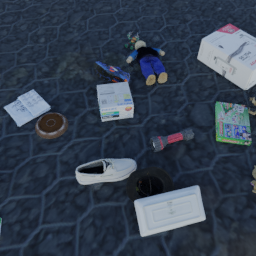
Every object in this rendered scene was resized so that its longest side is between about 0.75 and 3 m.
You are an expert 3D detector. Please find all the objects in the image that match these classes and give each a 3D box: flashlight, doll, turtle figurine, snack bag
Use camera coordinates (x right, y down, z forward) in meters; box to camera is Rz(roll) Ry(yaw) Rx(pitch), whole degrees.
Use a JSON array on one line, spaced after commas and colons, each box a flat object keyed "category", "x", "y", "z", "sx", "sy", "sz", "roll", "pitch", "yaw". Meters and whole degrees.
[{"category": "flashlight", "x": 1.695, "y": 0.426, "z": 10.676, "sx": 1.681, "sy": 0.571, "sz": 0.569, "roll": -15, "pitch": 58, "yaw": -11}, {"category": "doll", "x": 0.883, "y": -3.291, "z": 13.469, "sx": 1.944, "sy": 0.690, "sz": 2.849, "roll": -11, "pitch": 53, "yaw": -8}, {"category": "turtle figurine", "x": 0.275, "y": -4.563, "z": 14.582, "sx": 0.744, "sy": 0.501, "sz": 0.994, "roll": 17, "pitch": 69, "yaw": 32}, {"category": "snack bag", "x": -4.331, "y": -0.889, "z": 11.943, "sx": 1.559, "sy": 0.167, "sz": 1.470, "roll": -35, "pitch": 60, "yaw": -24}]

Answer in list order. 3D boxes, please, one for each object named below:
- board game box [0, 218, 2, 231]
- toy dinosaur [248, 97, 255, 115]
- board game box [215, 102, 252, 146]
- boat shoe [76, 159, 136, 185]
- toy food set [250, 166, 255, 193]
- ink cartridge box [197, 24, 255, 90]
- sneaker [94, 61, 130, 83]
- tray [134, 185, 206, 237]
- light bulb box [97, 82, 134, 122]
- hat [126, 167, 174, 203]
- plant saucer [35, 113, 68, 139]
[{"category": "board game box", "x": -4.429, "y": 3.257, "z": 8.777, "sx": 0.807, "sy": 0.104, "sz": 0.807, "roll": -8, "pitch": 53, "yaw": -6}, {"category": "toy dinosaur", "x": 5.654, "y": -0.812, "z": 11.568, "sx": 1.193, "sy": 0.687, "sz": 2.360, "roll": 15, "pitch": 54, "yaw": 10}, {"category": "board game box", "x": 4.234, "y": -0.225, "z": 11.356, "sx": 1.294, "sy": 0.280, "sz": 1.924, "roll": 8, "pitch": 53, "yaw": 7}, {"category": "boat shoe", "x": -0.758, "y": 1.403, "z": 9.821, "sx": 2.170, "sy": 0.713, "sz": 0.781, "roll": -7, "pitch": 53, "yaw": -5}, {"category": "toy food set", "x": 4.679, "y": 1.910, "z": 9.790, "sx": 0.758, "sy": 0.188, "sz": 1.192, "roll": 22, "pitch": 48, "yaw": 16}, {"category": "ink cartridge box", "x": 5.162, "y": -3.425, "z": 13.230, "sx": 2.156, "sy": 1.218, "sz": 2.942, "roll": -33, "pitch": 59, "yaw": -23}, {"category": "sneaker", "x": -0.734, "y": -2.544, "z": 12.973, "sx": 1.939, "sy": 0.730, "sz": 0.761, "roll": 32, "pitch": 51, "yaw": 12}, {"category": "tray", "x": 1.361, "y": 2.611, "z": 8.793, "sx": 2.179, "sy": 0.242, "sz": 1.170, "roll": -11, "pitch": 89, "yaw": -9}, {"category": "light bulb box", "x": -0.543, "y": -1.107, "z": 11.670, "sx": 1.357, "sy": 0.854, "sz": 1.369, "roll": -8, "pitch": 53, "yaw": -7}, {"category": "hat", "x": 0.727, "y": 2.078, "z": 9.355, "sx": 1.596, "sy": 0.644, "sz": 1.596, "roll": -1, "pitch": 50, "yaw": 1}, {"category": "plant saucer", "x": -3.110, "y": -0.161, "z": 11.361, "sx": 1.339, "sy": 0.215, "sz": 1.339, "roll": 0, "pitch": 53, "yaw": -1}]
